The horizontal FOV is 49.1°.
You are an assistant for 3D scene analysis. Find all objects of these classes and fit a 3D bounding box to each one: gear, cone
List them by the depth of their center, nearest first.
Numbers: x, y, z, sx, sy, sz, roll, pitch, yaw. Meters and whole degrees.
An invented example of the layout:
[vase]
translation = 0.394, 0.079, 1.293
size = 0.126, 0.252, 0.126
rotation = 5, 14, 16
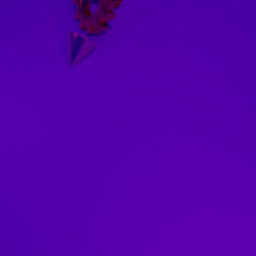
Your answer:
[cone]
translation = -1.545, -2.222, 8.356
size = 0.961, 0.961, 0.965
rotation = 24, 95, 10
[gear]
translation = -1.001, -3.816, 8.364
size = 0.340, 1.840, 1.840
rotation = -10, 61, -42

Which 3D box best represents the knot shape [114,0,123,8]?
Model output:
[knot shape]
translation = -0.866, -4.737, 9.171
size = 1.607, 0.794, 1.718
rotation = -14, 83, 23
